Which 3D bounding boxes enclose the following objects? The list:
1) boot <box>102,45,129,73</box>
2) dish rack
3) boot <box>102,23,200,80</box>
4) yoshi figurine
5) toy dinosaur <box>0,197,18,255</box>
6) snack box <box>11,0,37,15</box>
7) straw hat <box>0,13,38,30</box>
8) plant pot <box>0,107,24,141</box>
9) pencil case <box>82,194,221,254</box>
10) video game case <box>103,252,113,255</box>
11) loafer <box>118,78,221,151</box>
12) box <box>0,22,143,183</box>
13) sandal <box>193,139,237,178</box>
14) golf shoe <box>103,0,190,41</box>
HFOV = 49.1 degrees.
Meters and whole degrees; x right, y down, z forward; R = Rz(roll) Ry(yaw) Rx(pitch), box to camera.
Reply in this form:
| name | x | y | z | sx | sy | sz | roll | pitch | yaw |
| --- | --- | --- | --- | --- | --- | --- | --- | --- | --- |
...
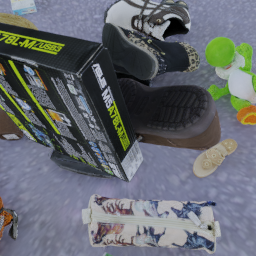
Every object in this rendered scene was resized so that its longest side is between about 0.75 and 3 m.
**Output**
| name | x | y | z | sx | sy | sz | roll | pitch | yaw |
| --- | --- | --- | --- | --- | --- | --- | --- | --- | --- |
| boot | -0.351 | -1.762 | 8.254 | 1.721 | 0.565 | 1.419 | 22 | 60 | 9 |
| dish rack | -0.691 | -0.193 | 7.023 | 2.196 | 0.781 | 2.862 | 9 | 57 | 7 |
| boot | 0.580 | -2.221 | 7.986 | 1.971 | 0.942 | 2.610 | -12 | 43 | -33 |
| yoshi figurine | 2.830 | -1.471 | 7.522 | 1.495 | 1.490 | 2.661 | -16 | 54 | -3 |
| toy dinosaur | -3.189 | 1.750 | 5.675 | 1.803 | 1.357 | 2.657 | -3 | 36 | -19 |
| snack box | -3.913 | -4.718 | 10.382 | 0.805 | 0.257 | 1.386 | -16 | 57 | -10 |
| straw hat | -3.551 | -1.916 | 7.955 | 2.656 | 1.124 | 2.656 | 3 | 62 | -5 |
| plant pot | -2.912 | -0.343 | 7.022 | 1.145 | 1.145 | 1.225 | -4 | 69 | -3 |
| pencil case | 0.428 | 1.836 | 5.425 | 2.536 | 1.134 | 0.986 | 2 | 58 | 3 |
| video game case | -0.126 | 3.301 | 5.006 | 1.434 | 0.174 | 1.575 | 21 | 58 | 13 |
| loafer | 0.260 | -0.089 | 4.003 | 2.436 | 0.865 | 0.890 | 19 | 71 | 54 |
| box | -0.904 | -0.263 | 3.437 | 1.969 | 2.039 | 0.484 | 21 | 62 | 28 |
| sandal | 2.100 | 0.600 | 6.662 | 1.393 | 0.458 | 0.511 | -33 | 62 | -20 |
| golf shoe | 0.649 | -3.484 | 9.045 | 2.889 | 1.123 | 1.365 | -6 | 56 | -3 |
